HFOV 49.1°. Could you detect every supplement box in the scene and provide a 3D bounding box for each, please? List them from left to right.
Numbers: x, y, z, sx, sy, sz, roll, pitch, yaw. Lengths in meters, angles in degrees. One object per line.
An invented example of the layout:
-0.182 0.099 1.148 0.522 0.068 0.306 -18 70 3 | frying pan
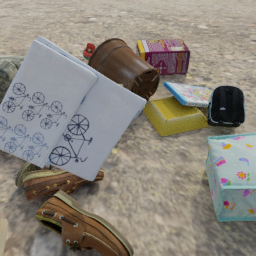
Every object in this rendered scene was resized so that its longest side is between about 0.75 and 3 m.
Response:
1.814 -3.813 15.034 2.607 1.345 1.707 -3 37 -3 | supplement box

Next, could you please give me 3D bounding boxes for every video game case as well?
2.971 -1.417 12.211 2.466 0.220 1.765 3 34 -27 | video game case

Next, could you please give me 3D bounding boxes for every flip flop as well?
-2.630 1.249 8.972 0.592 0.834 2.058 41 46 23 | flip flop

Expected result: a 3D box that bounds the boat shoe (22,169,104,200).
-1.881 1.665 8.408 2.408 0.867 0.813 -4 70 -18 | boat shoe

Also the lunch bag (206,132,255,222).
3.780 1.346 8.010 2.765 1.686 2.355 -3 36 5 | lunch bag

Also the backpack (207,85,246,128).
3.812 -0.834 10.948 1.406 1.193 1.584 4 82 5 | backpack

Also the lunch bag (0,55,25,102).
-5.817 -2.492 12.857 2.645 1.843 2.219 6 43 10 | lunch bag

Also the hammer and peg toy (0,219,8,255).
-3.761 3.319 5.956 2.129 1.021 2.895 -6 38 -10 | hammer and peg toy

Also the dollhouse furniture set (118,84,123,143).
-1.354 -0.846 10.475 2.434 2.152 1.353 8 37 9 | dollhouse furniture set

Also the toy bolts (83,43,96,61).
-1.718 -3.588 15.141 1.723 1.195 1.646 27 79 -7 | toy bolts

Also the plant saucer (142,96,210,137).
1.949 -0.693 11.621 2.213 0.536 2.213 -11 39 -16 | plant saucer

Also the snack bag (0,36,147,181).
-1.384 -0.157 6.438 2.875 2.711 0.308 29 15 -22 | snack bag

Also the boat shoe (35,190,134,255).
-1.169 2.636 6.960 2.851 1.026 0.969 18 42 37 | boat shoe

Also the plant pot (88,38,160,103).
-0.106 -2.313 12.381 2.501 2.501 2.475 -28 52 -31 | plant pot
